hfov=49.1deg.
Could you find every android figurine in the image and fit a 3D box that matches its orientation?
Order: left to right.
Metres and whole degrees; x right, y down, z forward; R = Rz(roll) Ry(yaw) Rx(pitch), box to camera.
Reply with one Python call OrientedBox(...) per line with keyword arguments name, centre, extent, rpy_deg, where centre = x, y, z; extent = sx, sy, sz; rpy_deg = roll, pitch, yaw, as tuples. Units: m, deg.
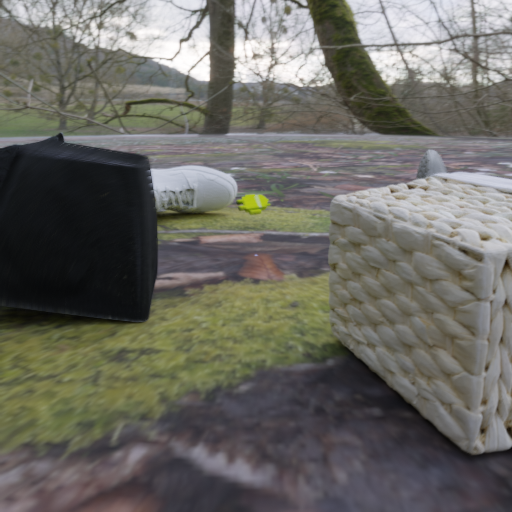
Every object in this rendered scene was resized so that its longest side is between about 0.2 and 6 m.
OrientedBox(name="android figurine", centre=(-0.052, -1.089, 11.716), extent=(0.686, 0.141, 0.624), rpy_deg=(-9, 44, -12))

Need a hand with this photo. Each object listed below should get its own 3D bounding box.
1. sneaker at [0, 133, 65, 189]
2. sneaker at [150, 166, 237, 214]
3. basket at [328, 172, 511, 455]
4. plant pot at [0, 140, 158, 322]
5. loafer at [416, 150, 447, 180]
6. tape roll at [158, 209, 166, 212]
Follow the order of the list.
OrientedBox(name="sneaker", centre=(-5.770, -1.510, 11.371), extent=(3.742, 1.952, 1.124), rpy_deg=(0, 14, -3))
OrientedBox(name="sneaker", centre=(-2.033, -1.197, 12.284), extent=(3.232, 1.191, 1.868), rpy_deg=(3, 30, -4))
OrientedBox(name="basket", centre=(1.876, 0.305, 5.059), extent=(1.634, 1.795, 2.648), rpy_deg=(-7, 17, -17))
OrientedBox(name="plant pot", centre=(-2.243, -0.462, 7.205), extent=(2.041, 1.811, 2.036), rpy_deg=(7, 14, -8))
OrientedBox(name="loafer", centre=(3.769, -1.310, 11.527), extent=(0.731, 0.732, 2.094), rpy_deg=(9, 58, -7))
OrientedBox(name="tape roll", centre=(-2.589, -1.481, 13.726), extent=(0.977, 0.671, 0.977), rpy_deg=(0, 15, 0))
